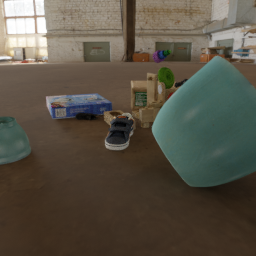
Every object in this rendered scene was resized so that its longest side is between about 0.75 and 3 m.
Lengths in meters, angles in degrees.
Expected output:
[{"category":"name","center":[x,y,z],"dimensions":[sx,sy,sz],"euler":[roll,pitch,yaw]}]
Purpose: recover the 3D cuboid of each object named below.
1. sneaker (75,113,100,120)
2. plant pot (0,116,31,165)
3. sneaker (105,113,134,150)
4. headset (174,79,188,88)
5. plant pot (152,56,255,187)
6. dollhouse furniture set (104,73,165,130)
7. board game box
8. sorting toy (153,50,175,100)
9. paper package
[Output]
[{"category":"sneaker","center":[-1.789,-0.514,12.437],"dimensions":[1.007,0.302,0.525],"euler":[-5,13,-27]},{"category":"plant pot","center":[-3.860,0.283,8.484],"dimensions":[1.655,1.109,1.655],"euler":[0,18,0]},{"category":"sneaker","center":[-0.283,0.056,9.718],"dimensions":[0.835,0.846,2.129],"euler":[4,19,8]},{"category":"headset","center":[2.095,-0.841,10.718],"dimensions":[1.322,2.141,1.006],"euler":[16,-17,-37]},{"category":"plant pot","center":[1.898,0.087,6.556],"dimensions":[2.173,2.708,2.708],"euler":[-36,13,12]},{"category":"dollhouse furniture set","center":[0.291,-1.207,11.880],"dimensions":[2.391,1.948,2.274],"euler":[-6,18,-20]},{"category":"board game box","center":[-2.529,-1.172,14.039],"dimensions":[2.812,0.610,2.798],"euler":[-6,17,-20]},{"category":"sorting toy","center":[2.035,-2.105,12.182],"dimensions":[0.995,2.868,0.988],"euler":[-31,12,-40]},{"category":"paper package","center":[1.406,-1.705,14.628],"dimensions":[2.511,1.299,2.393],"euler":[1,17,-1]}]
